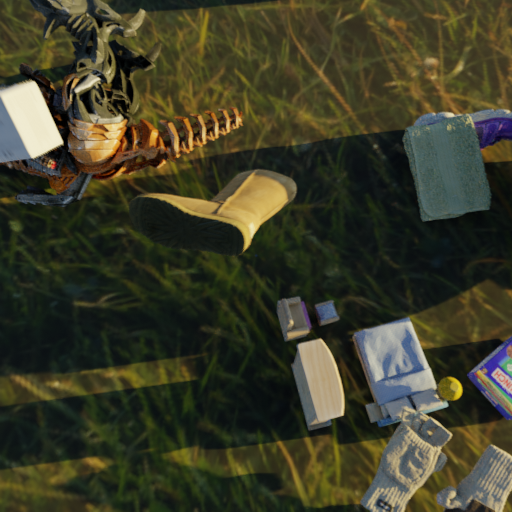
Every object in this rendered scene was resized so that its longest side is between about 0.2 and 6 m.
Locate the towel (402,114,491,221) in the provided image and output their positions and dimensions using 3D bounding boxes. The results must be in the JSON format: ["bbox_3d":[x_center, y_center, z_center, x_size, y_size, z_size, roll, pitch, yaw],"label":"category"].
[{"bbox_3d":[3.755,-1.718,10.973,1.441,0.354,1.942,-12,89,5],"label":"towel"}]

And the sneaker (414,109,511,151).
[{"bbox_3d":[4.425,-2.382,11.494,2.357,0.950,0.983,-2,83,9],"label":"sneaker"}]

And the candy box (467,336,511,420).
[{"bbox_3d":[4.513,2.095,9.794,1.184,0.456,1.001,-37,74,-12],"label":"candy box"}]

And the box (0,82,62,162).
[{"bbox_3d":[-3.388,-1.859,7.871,0.912,0.917,0.599,1,32,35],"label":"box"}]

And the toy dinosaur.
[{"bbox_3d":[-3.196,-2.738,11.071,5.424,2.770,3.681,4,82,-18],"label":"toy dinosaur"}]

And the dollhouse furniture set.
[{"bbox_3d":[1.920,1.527,9.352,2.613,1.705,2.467,-13,69,-6],"label":"dollhouse furniture set"}]

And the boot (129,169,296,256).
[{"bbox_3d":[-0.575,-0.784,8.429,1.890,0.714,2.158,19,31,12],"label":"boot"}]

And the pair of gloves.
[{"bbox_3d":[2.969,3.656,8.988,2.152,0.377,1.830,25,88,2],"label":"pair of gloves"}]
